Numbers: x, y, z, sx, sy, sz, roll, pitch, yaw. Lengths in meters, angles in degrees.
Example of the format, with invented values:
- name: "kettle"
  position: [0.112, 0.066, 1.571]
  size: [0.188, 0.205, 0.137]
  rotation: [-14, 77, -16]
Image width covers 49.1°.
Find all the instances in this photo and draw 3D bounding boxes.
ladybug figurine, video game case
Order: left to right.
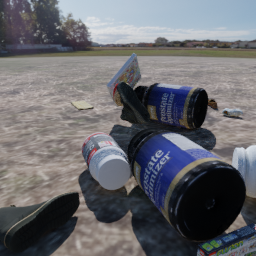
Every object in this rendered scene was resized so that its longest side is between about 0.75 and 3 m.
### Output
- name: "ladybug figurine"
  position: [-0.231, -1.194, 9.598]
  size: [0.730, 1.075, 0.387]
  rotation: [-38, 64, -21]
- name: "video game case"
  position: [-0.103, -1.846, 11.098]
  size: [0.195, 1.554, 1.707]
  rotation: [32, 75, 22]

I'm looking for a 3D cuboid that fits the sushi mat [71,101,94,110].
- name: "sushi mat"
  position: [-2.305, -1.151, 14.017]
  size: [0.756, 0.096, 1.580]
  rotation: [-8, 19, -25]

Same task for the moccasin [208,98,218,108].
- name: "moccasin"
  position: [4.179, -1.273, 13.898]
  size: [0.371, 0.392, 1.016]
  rotation: [1, 18, 3]

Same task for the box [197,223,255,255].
- name: "box"
  position: [1.489, 1.841, 4.117]
  size: [1.082, 0.595, 0.188]
  rotation: [-8, 21, -25]

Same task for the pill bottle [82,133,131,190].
- name: "pill bottle"
  position: [-0.547, 0.771, 6.824]
  size: [0.936, 0.936, 1.615]
  rotation: [-6, 19, -18]

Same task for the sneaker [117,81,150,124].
- name: "sneaker"
  position: [-0.042, -0.711, 8.800]
  size: [0.893, 1.559, 0.596]
  rotation: [-12, 37, 39]

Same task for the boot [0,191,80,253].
- name: "boot"
  position: [-1.772, 1.520, 5.209]
  size: [1.067, 0.597, 1.542]
  rotation: [8, 18, 37]

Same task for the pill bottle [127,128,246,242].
- name: "pill bottle"
  position: [0.931, 0.891, 5.635]
  size: [1.447, 1.447, 2.587]
  rotation: [-7, 19, -19]

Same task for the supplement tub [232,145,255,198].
- name: "supplement tub"
  position: [3.069, 0.957, 5.943]
  size: [1.541, 1.121, 1.121]
  rotation: [5, 19, 13]

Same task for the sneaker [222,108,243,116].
- name: "sneaker"
  position: [4.543, -0.650, 12.204]
  size: [0.859, 0.328, 0.347]
  rotation: [8, 27, 42]

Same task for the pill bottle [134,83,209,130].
- name: "pill bottle"
  position: [1.568, -0.936, 11.007]
  size: [2.794, 1.563, 1.563]
  rotation: [13, 22, 34]
